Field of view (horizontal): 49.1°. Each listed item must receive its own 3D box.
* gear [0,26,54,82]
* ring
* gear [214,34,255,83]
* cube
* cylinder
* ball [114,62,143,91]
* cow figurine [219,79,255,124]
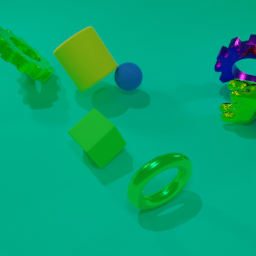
[{"bbox_3d":[-2.929,-2.044,7.741,0.345,1.866,1.866,-47,56,12],"label":"gear"},{"bbox_3d":[0.623,1.031,5.357,1.413,1.413,0.283,-21,47,-17],"label":"ring"},{"bbox_3d":[3.205,-1.553,7.191,1.859,1.859,0.344,20,67,16],"label":"gear"},{"bbox_3d":[-0.669,0.226,6.223,0.808,0.808,0.808,-44,54,-10],"label":"cube"},{"bbox_3d":[-1.084,-1.769,7.287,1.216,1.216,1.216,-43,106,-30],"label":"cylinder"},{"bbox_3d":[0.012,-1.371,7.503,0.764,0.764,0.764,0,50,0],"label":"ball"},{"bbox_3d":[3.144,-0.707,6.714,1.546,1.571,0.863,8,44,2],"label":"cow figurine"}]
